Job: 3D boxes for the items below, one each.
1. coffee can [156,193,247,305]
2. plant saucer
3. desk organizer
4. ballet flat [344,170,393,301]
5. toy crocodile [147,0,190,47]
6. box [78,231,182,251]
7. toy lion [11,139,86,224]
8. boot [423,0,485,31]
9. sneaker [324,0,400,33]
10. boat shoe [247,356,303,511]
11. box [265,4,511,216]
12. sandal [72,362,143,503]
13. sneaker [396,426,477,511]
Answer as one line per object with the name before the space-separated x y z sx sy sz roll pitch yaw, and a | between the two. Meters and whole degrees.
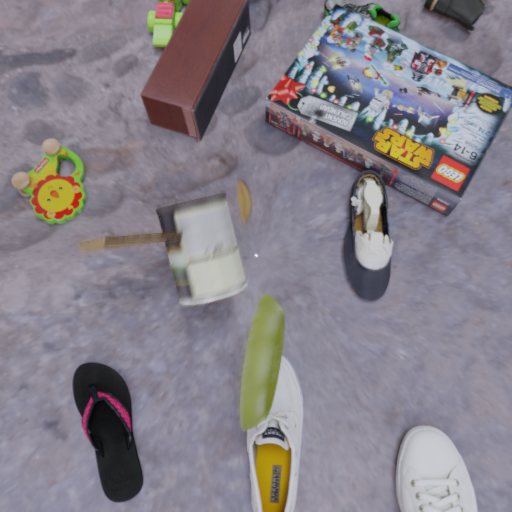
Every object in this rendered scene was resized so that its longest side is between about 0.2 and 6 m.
coffee can | -0.859 -0.123 8.935 1.134 1.134 1.549 -14 98 -5
plant saucer | 0.139 1.539 8.099 0.306 1.971 1.971 8 69 10
desk organizer | -1.173 -3.996 11.533 1.150 1.071 2.986 18 70 9
ballet flat | 2.085 -0.469 10.308 0.921 0.921 2.520 3 70 1
toy crocodile | -1.905 -5.541 12.292 0.767 0.702 2.273 8 70 3
box | -1.877 -0.217 8.273 1.153 1.411 0.150 -7 92 -31
toy lion | -3.873 -1.375 10.907 1.374 0.492 1.434 32 72 4
boot | 4.760 -5.961 12.536 1.255 0.703 1.814 36 87 8
sneaker | 2.323 -5.247 12.152 1.789 0.762 0.698 24 71 9
boat shoe | 0.278 2.876 8.994 0.970 0.955 2.737 3 69 1
box | 2.683 -3.028 11.270 4.213 0.840 2.884 30 72 10
sandal | -2.433 2.824 9.240 0.890 0.534 2.369 -20 71 -7
sneaker | 2.887 4.198 8.280 1.208 1.405 3.318 -4 68 0
